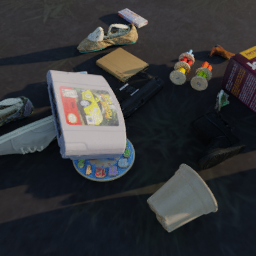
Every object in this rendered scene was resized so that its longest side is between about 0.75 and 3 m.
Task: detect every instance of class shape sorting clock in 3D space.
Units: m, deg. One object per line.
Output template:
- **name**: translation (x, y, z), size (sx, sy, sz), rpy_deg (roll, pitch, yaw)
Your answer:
- **shape sorting clock**: translation (-0.671, 0.718, 7.730), size (1.716, 0.337, 1.716), rpy_deg (0, 51, 0)

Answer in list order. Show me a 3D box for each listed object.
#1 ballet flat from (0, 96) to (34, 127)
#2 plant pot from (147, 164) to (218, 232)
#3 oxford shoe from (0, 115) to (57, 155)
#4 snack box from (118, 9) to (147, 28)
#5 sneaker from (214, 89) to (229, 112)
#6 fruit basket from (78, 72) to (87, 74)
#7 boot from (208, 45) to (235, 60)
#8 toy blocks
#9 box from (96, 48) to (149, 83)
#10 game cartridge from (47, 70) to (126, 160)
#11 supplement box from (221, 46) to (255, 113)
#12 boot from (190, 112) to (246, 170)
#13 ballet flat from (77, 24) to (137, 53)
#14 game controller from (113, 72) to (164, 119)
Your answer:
- **ballet flat**: translation (-3.944, -0.389, 8.379), size (2.191, 0.788, 0.788), rpy_deg (-29, 56, -22)
- **plant pot**: translation (1.156, 1.697, 6.464), size (1.190, 1.300, 1.300), rpy_deg (-32, 57, -10)
- **oxford shoe**: translation (-2.734, 0.355, 7.734), size (2.672, 1.005, 0.772), rpy_deg (-24, 90, -17)
- **snack box**: translation (0.198, -4.902, 12.452), size (0.513, 0.173, 1.426), rpy_deg (-33, 58, -24)
- **sneaker**: translation (3.073, -0.850, 9.045), size (0.419, 0.363, 0.945), rpy_deg (23, 57, 4)
- **fruit basket**: translation (-1.910, -1.535, 9.425), size (1.186, 0.600, 1.281), rpy_deg (-9, 48, -7)
- **boot**: translation (3.558, -2.785, 10.726), size (0.832, 0.285, 0.783), rpy_deg (41, 53, 20)
- **toy blocks**: translation (2.358, -2.140, 9.919), size (1.342, 0.585, 1.611), rpy_deg (19, 53, 15)
- **box**: translation (-0.202, -2.354, 10.364), size (1.553, 0.165, 1.269), rpy_deg (37, 59, 27)
- **game cartridge**: translation (-1.128, -0.459, 7.857), size (1.912, 0.587, 2.873), rpy_deg (3, 52, -33)
- **supplement box**: translation (4.624, -1.246, 8.738), size (1.609, 1.249, 2.916), rpy_deg (-26, 55, -20)
- **boot**: translation (2.288, 0.294, 7.885), size (1.736, 0.642, 1.423), rpy_deg (-19, 55, -24)
- **ballet flat**: translation (-0.822, -3.607, 10.966), size (2.469, 0.806, 0.870), rpy_deg (-18, 46, -15)
- **game controller**: translation (0.163, -1.129, 9.261), size (1.181, 0.477, 2.264), rpy_deg (25, 53, 37)
